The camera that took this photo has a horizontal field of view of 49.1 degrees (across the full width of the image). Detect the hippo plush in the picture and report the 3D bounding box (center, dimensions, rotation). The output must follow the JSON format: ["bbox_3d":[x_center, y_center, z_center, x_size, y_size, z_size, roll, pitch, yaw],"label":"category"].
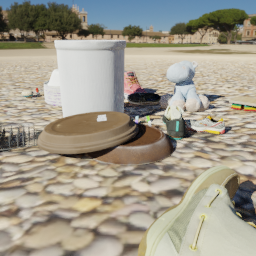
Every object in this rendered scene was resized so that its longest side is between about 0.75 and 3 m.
[{"bbox_3d":[2.477,-1.772,11.435,1.860,1.877,2.335,15,24,40],"label":"hippo plush"}]

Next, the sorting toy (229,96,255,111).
[{"bbox_3d":[4.854,-0.967,11.392,1.114,0.390,1.121,15,23,39],"label":"sorting toy"}]

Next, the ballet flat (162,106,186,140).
[{"bbox_3d":[1.493,-0.298,8.804,0.710,0.714,2.088,1,18,-1],"label":"ballet flat"}]

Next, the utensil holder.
[{"bbox_3d":[-1.214,-1.582,9.536,2.302,2.709,2.302,0,17,0],"label":"utensil holder"}]

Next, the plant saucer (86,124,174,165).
[{"bbox_3d":[0.025,0.314,7.449,2.382,0.410,2.382,1,17,0],"label":"plant saucer"}]

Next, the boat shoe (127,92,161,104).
[{"bbox_3d":[0.705,-1.343,12.200,1.483,0.509,0.420,-1,-9,-9],"label":"boat shoe"}]

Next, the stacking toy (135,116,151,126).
[{"bbox_3d":[0.285,-0.220,9.273,0.919,0.286,1.219,1,17,1],"label":"stacking toy"}]

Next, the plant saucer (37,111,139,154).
[{"bbox_3d":[-1.066,0.010,7.486,2.700,0.398,2.700,-6,16,2],"label":"plant saucer"}]

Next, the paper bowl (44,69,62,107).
[{"bbox_3d":[-2.366,-1.958,12.730,2.852,1.483,2.852,-1,19,0],"label":"paper bowl"}]

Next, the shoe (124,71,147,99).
[{"bbox_3d":[0.151,-2.113,13.596,0.949,1.208,2.656,-9,20,-25],"label":"shoe"}]

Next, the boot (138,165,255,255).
[{"bbox_3d":[1.465,1.352,3.530,1.778,0.828,2.299,14,28,39],"label":"boot"}]

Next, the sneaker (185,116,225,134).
[{"bbox_3d":[2.403,-0.159,8.718,1.223,0.503,0.476,8,19,25],"label":"sneaker"}]

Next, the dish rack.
[{"bbox_3d":[-2.905,0.210,7.677,1.674,0.457,1.284,-5,20,-17],"label":"dish rack"}]

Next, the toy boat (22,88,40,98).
[{"bbox_3d":[-4.729,-1.675,13.721,0.848,0.394,0.713,-24,24,-35],"label":"toy boat"}]
